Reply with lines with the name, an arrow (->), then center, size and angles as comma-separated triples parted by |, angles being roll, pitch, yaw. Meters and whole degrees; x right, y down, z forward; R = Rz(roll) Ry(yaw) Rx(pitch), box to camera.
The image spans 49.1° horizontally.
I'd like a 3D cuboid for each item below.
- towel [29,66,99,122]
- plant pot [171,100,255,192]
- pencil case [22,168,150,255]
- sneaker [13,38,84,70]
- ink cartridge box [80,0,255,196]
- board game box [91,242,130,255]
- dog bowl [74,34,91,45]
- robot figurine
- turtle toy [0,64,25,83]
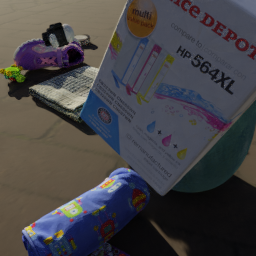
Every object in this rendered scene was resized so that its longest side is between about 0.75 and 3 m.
towel -> -1.403, -1.279, 8.930 | 2.685, 0.464, 2.585 | 28, 42, 34
plant pot -> 1.123, -0.107, 5.369 | 2.683, 2.153, 2.683 | -12, 28, 6
pencil case -> -0.619, 1.421, 4.514 | 2.145, 0.837, 0.932 | -29, 39, -36
sneaker -> -2.838, -2.714, 10.615 | 2.771, 1.115, 1.225 | -19, 46, -28
ink cartridge box -> 0.617, -0.589, 2.631 | 1.246, 1.938, 1.214 | 43, 40, 17
board game box -> -0.416, 2.128, 4.112 | 0.533, 0.143, 0.888 | 21, 39, 22
dog bowl -> -2.315, -4.297, 13.625 | 1.013, 0.297, 1.013 | 0, 34, 0
robot figurine -> -2.042, -2.713, 8.234 | 0.922, 0.575, 0.693 | -17, 9, -4
turtle toy -> -3.995, -1.877, 9.831 | 0.906, 0.458, 0.660 | 21, 40, 27
